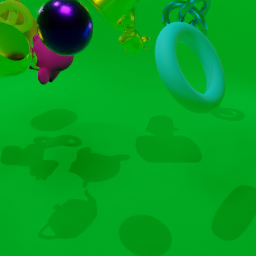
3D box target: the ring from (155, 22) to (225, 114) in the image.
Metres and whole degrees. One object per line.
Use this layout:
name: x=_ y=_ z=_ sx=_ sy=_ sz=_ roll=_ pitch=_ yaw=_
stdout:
ring: x=1.231 y=-1.150 z=5.333 sx=1.835 sy=1.835 sz=0.367 roll=-31 pitch=6 yaw=-42

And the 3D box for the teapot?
teapot: x=-2.296 y=-1.375 z=5.197 sx=1.657 sy=1.030 sz=0.811 roll=2 pitch=-21 yaw=-46

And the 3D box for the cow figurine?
cow figurine: x=-0.012 y=-3.129 z=8.491 sx=0.909 sy=1.629 sz=1.656 roll=-24 pitch=33 yaw=26

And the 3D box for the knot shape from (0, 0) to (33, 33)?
knot shape: x=-3.352 y=-3.122 z=7.526 sx=1.344 sy=1.258 sz=0.621 roll=-22 pitch=13 yaw=-1

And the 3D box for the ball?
ball: x=-1.035 y=-1.673 z=4.646 sx=0.922 sy=0.922 sz=0.922 roll=0 pitch=29 yaw=0

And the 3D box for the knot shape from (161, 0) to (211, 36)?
knot shape: x=2.079 y=-3.572 z=9.394 sx=1.678 sy=1.570 sz=0.775 roll=-19 pitch=35 yaw=21

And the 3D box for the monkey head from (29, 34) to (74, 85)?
monkey head: x=-1.774 y=-1.660 z=6.794 sx=1.126 sy=1.345 sz=1.869 roll=14 pitch=57 yaw=25

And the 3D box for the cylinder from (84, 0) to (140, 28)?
cylinder: x=-0.386 y=-3.486 z=7.140 sx=1.282 sy=1.282 sz=1.282 roll=-45 pitch=34 yaw=7

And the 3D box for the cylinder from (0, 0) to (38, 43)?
cylinder: x=-3.533 y=-3.205 z=8.844 sx=1.202 sy=1.202 sz=1.202 roll=-30 pitch=29 yaw=18
